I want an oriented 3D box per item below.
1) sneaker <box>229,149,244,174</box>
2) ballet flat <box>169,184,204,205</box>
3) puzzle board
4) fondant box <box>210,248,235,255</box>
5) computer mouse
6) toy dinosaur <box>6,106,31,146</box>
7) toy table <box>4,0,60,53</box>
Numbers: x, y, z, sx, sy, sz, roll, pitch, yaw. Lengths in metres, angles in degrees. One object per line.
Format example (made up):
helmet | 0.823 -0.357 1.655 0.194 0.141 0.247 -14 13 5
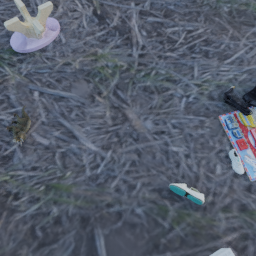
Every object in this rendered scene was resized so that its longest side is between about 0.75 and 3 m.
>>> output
sneaker | 3.768 1.149 9.666 0.336 0.396 0.894 -15 67 -8
ballet flat | 1.963 2.098 9.290 1.235 0.429 0.429 27 69 7
puzzle board | 4.706 0.414 10.090 1.958 0.226 2.599 -16 68 -7
fondant box | 2.710 5.053 7.727 1.941 0.784 2.691 -26 70 -11
computer mouse | 4.620 -1.254 10.752 1.995 0.459 1.401 -37 56 -18
toy dinosaur | -3.899 -0.067 10.204 0.783 0.589 1.531 20 60 -6
toy table | -3.944 -4.218 11.555 2.047 1.304 2.227 39 71 15
